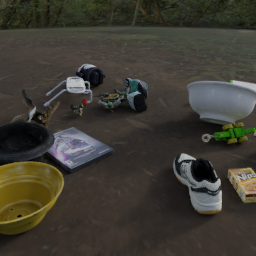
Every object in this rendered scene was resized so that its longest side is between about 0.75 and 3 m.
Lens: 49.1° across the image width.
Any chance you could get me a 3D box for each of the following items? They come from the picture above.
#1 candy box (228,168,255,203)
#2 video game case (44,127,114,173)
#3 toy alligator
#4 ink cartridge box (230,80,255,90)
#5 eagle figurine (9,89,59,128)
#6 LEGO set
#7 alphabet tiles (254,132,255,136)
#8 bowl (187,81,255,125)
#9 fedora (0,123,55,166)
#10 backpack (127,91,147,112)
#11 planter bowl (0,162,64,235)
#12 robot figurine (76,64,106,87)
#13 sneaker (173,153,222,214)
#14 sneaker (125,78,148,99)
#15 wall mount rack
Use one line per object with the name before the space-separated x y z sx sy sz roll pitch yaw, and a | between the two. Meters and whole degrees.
candy box | 3.183 1.500 7.455 0.647 0.310 1.122 -2 26 -2
video game case | -1.866 0.644 9.399 1.683 0.224 2.357 -22 34 -39
toy alligator | 3.433 0.268 9.832 2.171 0.644 0.589 -8 -15 -15
ink cartridge box | 5.387 -1.568 12.597 1.671 0.633 1.235 13 29 14
eagle figurine | -3.834 -0.578 10.921 1.904 1.437 1.445 20 41 16
LEGO set | -1.079 -1.073 12.691 2.935 0.832 1.906 -16 25 -4
alphabet tiles | 5.222 0.293 10.339 1.043 0.039 0.872 14 29 26
bowl | 3.535 -0.835 10.778 2.730 1.227 2.730 11 -2 0
fedora | -3.216 0.705 8.287 2.276 1.039 2.276 0 25 0
backpack | 0.394 -1.265 12.709 0.708 0.934 1.119 -10 21 -12
planter bowl | -2.522 1.706 6.335 2.178 0.907 2.178 1 25 0
robot figurine | -2.104 -3.033 16.031 1.845 1.386 1.151 30 80 46
sneaker | 1.864 1.140 7.396 0.895 1.037 2.366 -6 24 -9
sneaker | 0.718 -2.099 14.428 1.100 0.935 2.513 -4 25 -20
wall mount rack | -2.944 -1.764 13.764 2.236 0.960 2.574 -1 25 -11
